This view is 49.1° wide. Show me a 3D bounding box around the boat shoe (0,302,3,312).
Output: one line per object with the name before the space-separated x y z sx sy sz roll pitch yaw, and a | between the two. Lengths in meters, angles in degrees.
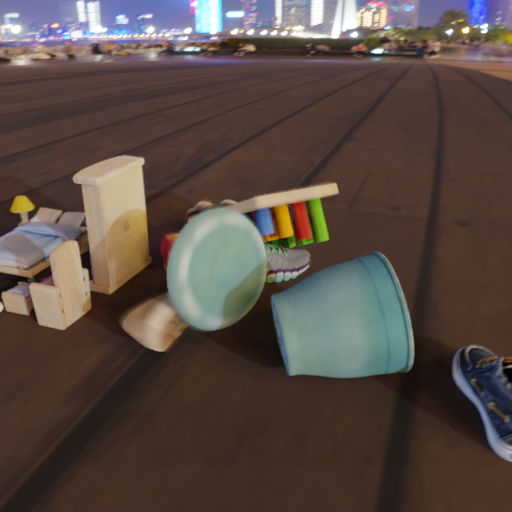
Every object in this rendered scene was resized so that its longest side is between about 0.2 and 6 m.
boat shoe | -5.215 0.524 8.963 2.449 0.737 0.873 7 26 15

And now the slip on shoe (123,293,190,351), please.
slip on shoe | -1.195 0.759 8.378 0.609 0.764 2.010 14 27 20

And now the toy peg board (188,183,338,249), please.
toy peg board | 0.203 -0.528 10.123 1.988 0.976 1.996 -15 3 -41

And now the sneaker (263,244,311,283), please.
sneaker | 0.172 0.007 9.961 1.945 0.851 0.724 -14 28 -28

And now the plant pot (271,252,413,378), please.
plant pot | 1.029 0.895 7.346 1.519 1.617 1.617 -13 26 -4

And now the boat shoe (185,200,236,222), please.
boat shoe | -0.855 -0.840 11.674 1.548 0.556 0.461 8 35 44

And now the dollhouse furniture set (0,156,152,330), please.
dollhouse furniture set | -3.856 -0.563 9.779 3.136 2.047 2.961 8 26 19

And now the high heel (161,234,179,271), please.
high heel | -1.050 -0.343 10.466 1.655 0.794 0.557 -23 55 -27

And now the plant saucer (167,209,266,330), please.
plant saucer | -0.456 0.210 7.875 1.736 1.736 0.238 -21 21 -38

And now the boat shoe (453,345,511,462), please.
boat shoe | 2.955 1.455 6.743 0.696 0.893 1.966 0 25 0
